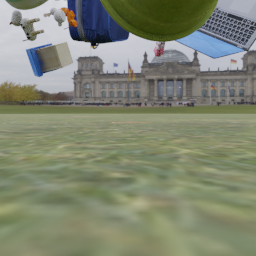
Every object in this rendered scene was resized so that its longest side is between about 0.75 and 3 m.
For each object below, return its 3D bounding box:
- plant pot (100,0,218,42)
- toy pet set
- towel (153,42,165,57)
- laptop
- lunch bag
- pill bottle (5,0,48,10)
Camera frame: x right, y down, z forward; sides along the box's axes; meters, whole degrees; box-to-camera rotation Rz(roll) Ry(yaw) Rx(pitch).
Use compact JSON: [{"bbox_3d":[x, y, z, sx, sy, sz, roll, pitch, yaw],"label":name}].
[{"bbox_3d":[0.786,-2.668,3.889,2.386,2.386,2.194,-1,3,-12],"label":"plant pot"},{"bbox_3d":[-1.842,-2.023,6.066,0.917,1.613,1.727,-6,21,20],"label":"toy pet set"},{"bbox_3d":[1.187,-3.658,9.348,0.368,2.463,1.802,8,17,3],"label":"towel"},{"bbox_3d":[2.407,-2.960,7.630,2.065,2.205,1.278,41,13,37],"label":"laptop"},{"bbox_3d":[-0.858,-3.348,7.794,1.489,2.250,1.529,10,20,20],"label":"lunch bag"},{"bbox_3d":[-1.795,-2.651,3.619,1.137,1.137,2.052,1,-20,23],"label":"pill bottle"}]
